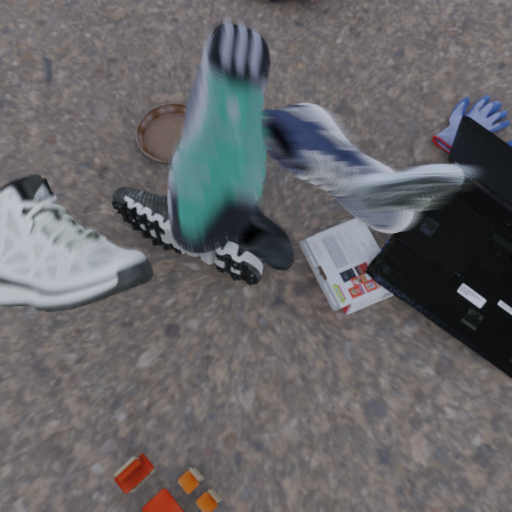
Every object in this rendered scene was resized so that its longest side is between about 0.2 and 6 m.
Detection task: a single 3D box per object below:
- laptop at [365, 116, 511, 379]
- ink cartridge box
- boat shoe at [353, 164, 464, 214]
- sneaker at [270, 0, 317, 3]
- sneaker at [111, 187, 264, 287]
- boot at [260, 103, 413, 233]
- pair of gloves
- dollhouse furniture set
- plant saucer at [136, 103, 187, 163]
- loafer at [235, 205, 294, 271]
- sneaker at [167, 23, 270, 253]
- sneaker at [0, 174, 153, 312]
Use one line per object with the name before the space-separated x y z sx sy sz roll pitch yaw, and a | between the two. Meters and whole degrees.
laptop | 4.666 -0.352 11.256 3.560 2.074 4.017 35 96 0
ink cartridge box | 1.782 0.247 11.158 1.432 0.684 1.632 -21 68 -9
boat shoe | 2.315 -0.914 8.349 1.731 0.624 0.614 -9 63 -8
sneaker | 0.618 -6.804 14.234 2.059 0.830 0.769 22 96 14
sneaker | -1.196 -0.759 11.407 3.451 1.147 1.561 25 66 7
boot | 1.222 -1.389 9.381 1.330 1.071 2.944 -22 62 -45
pair of gloves | 5.353 -2.545 12.610 2.010 0.285 2.501 -40 71 -14
dollhouse furniture set | -1.649 4.161 9.372 1.646 0.848 1.628 -41 73 -16
plant saucer | -1.893 -2.733 12.684 1.616 0.278 1.616 0 66 -1
loafer | -0.045 -0.368 9.515 0.721 2.125 0.746 -13 44 31
sneaker | -0.606 -1.625 8.541 1.319 1.551 3.544 17 74 -17
sneaker | -3.123 -0.289 8.556 3.482 1.314 2.004 -4 102 36
